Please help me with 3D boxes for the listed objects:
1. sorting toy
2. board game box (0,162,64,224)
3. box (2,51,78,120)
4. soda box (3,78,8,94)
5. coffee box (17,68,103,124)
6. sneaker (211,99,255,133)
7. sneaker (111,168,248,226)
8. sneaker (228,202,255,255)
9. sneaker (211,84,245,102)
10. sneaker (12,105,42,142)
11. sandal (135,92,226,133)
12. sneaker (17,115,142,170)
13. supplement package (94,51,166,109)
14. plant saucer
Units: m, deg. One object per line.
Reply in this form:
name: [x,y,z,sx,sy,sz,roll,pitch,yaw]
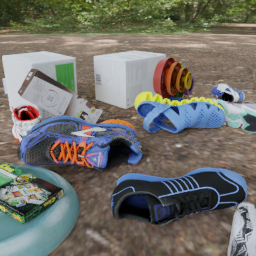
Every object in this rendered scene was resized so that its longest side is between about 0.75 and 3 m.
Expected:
sorting toy: [1.925,-1.482,10.063,1.208,1.769,2.944,13,8,27]
board game box: [-2.055,1.080,4.987,1.688,0.198,0.885,15,29,31]
box: [-2.967,-1.478,9.640,2.007,1.997,1.719,21,29,39]
soda box: [-4.311,-1.742,11.992,2.151,0.685,0.733,12,26,26]
coffee box: [-1.902,-0.753,7.849,2.080,0.830,1.176,32,-2,-29]
sneaker: [3.527,-0.521,9.106,2.065,0.803,1.445,27,32,30]
sneaker: [0.868,1.242,4.781,2.358,0.827,0.919,-5,19,10]
sneaker: [1.873,1.787,3.649,1.076,0.703,1.872,10,30,21]
sneaker: [3.828,-1.378,11.253,0.842,0.589,1.458,-11,27,-30]
sneaker: [-2.680,-0.122,7.439,0.741,1.190,2.221,-16,28,-25]
sandal: [1.496,-0.279,8.321,2.733,1.086,1.190,4,45,8]
sneaker: [-0.892,0.392,6.176,2.891,1.089,1.134,-6,31,-28]
supplement package: [0.100,-2.044,11.275,1.766,1.779,2.344,21,30,40]
plant saucer: [-2.338,1.394,4.951,2.905,0.398,2.905,0,24,0]
